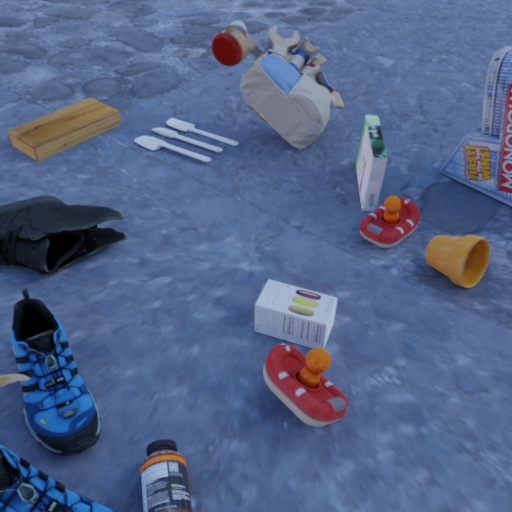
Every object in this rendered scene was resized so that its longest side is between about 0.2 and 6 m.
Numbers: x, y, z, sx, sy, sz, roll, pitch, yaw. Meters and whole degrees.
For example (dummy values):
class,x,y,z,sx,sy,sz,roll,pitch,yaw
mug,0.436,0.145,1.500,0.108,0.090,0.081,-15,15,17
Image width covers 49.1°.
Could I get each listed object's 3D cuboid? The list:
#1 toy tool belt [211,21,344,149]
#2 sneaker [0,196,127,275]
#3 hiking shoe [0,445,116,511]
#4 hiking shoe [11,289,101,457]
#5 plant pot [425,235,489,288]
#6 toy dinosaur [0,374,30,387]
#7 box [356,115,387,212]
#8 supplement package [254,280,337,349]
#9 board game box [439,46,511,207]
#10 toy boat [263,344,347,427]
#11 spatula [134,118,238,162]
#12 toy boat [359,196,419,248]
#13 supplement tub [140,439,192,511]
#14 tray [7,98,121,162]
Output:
class,x,y,z,sx,sy,sz,roll,pitch,yaw
toy tool belt,0.598,-4.079,12.600,3.107,1.940,1.909,44,53,-10
sneaker,-3.979,-0.250,9.555,3.181,0.955,1.659,-24,41,-30
hiking shoe,-2.519,2.724,5.871,2.874,1.246,1.069,12,42,14
hiking shoe,-2.794,1.547,7.397,0.897,1.045,2.411,-23,46,-25
plant pot,3.338,0.015,9.430,0.859,0.859,0.787,-31,34,-31
toy dinosaur,-4.387,1.907,6.997,2.951,0.859,1.492,-27,64,-20
box,2.293,-1.880,11.242,0.312,1.239,1.717,4,41,0
supplement package,0.598,0.891,8.499,1.106,0.606,0.629,14,43,15
board game box,5.166,-2.243,10.749,0.990,3.210,3.208,-28,34,-32
toy boat,0.703,1.570,7.399,0.827,0.828,1.267,1,30,-49
spatula,-1.612,-2.660,13.021,2.120,0.170,1.474,24,41,24
toy boat,2.482,-0.750,10.265,0.795,0.797,1.219,33,50,32
supplement tub,-1.052,2.666,6.485,0.557,0.557,1.041,-8,40,-9
tray,-4.498,-3.045,13.236,1.145,0.430,2.322,29,49,30
